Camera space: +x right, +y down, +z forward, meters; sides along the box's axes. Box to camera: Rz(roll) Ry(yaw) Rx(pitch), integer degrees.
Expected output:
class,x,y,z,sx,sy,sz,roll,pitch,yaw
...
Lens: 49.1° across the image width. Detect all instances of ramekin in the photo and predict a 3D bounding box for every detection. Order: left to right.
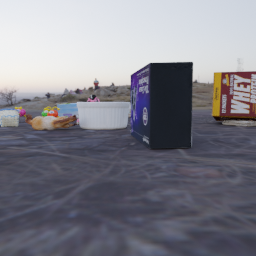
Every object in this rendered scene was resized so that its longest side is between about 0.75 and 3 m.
class,x,y,z,sx,sy,sz,roll,pitch,yaw
ramekin,-0.894,-0.472,10.245,1.942,0.947,1.942,1,5,0

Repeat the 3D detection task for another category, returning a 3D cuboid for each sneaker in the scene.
class,x,y,z,sx,sy,sz,roll,pitch,yaw
sneaker,-1.800,-0.944,13.602,1.131,1.366,2.864,2,6,0

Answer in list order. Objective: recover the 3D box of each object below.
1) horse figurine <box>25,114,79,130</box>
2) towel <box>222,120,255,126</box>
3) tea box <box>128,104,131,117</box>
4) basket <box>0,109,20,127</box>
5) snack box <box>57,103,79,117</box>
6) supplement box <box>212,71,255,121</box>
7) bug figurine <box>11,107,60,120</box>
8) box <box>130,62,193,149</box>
class,x,y,z,sx,sy,sz,roll,pitch,yaw
horse figurine,-2.637,-0.217,9.678,2.143,0.535,1.420,0,5,4
towel,4.648,-0.215,11.518,0.865,0.225,1.305,-2,5,-30
tea box,0.697,-1.178,18.778,1.389,0.928,1.366,2,6,23
basket,-4.693,-0.452,10.950,0.873,0.688,0.990,-2,36,-27
snack box,-2.780,-1.041,16.987,2.364,0.948,2.803,-1,6,1
supplement box,5.146,-1.254,12.099,2.705,1.821,2.743,3,-2,22
bug figurine,-4.493,-0.616,13.096,2.978,0.766,2.310,-1,5,-11
box,0.653,-0.516,6.423,0.932,1.668,2.364,-3,5,-8
